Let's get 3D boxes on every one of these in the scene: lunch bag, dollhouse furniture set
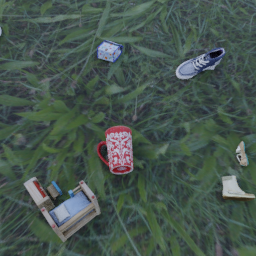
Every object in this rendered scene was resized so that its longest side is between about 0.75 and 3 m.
[{"bbox_3d":[-0.792,-3.563,12.707,0.891,0.649,1.048,21,47,14],"label":"lunch bag"},{"bbox_3d":[-2.005,2.001,8.342,1.387,1.379,1.968,-34,62,-21],"label":"dollhouse furniture set"}]

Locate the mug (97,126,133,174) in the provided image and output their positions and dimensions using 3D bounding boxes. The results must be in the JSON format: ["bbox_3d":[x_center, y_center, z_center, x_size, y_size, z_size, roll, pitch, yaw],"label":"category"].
[{"bbox_3d":[-0.356,0.843,9.618,0.950,1.264,1.424,16,52,-34],"label":"mug"}]

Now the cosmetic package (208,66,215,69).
[{"bbox_3d":[3.317,-2.807,12.400,0.973,0.246,0.402,1,55,1],"label":"cosmetic package"}]

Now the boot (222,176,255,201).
[{"bbox_3d":[3.538,1.935,9.024,0.995,0.358,0.769,4,54,5],"label":"boot"}]

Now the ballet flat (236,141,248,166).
[{"bbox_3d":[3.957,0.882,9.791,0.316,0.341,0.968,-6,50,14],"label":"ballet flat"}]

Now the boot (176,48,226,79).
[{"bbox_3d":[3.012,-2.762,11.730,2.054,0.928,0.747,-26,81,-4],"label":"boot"}]
